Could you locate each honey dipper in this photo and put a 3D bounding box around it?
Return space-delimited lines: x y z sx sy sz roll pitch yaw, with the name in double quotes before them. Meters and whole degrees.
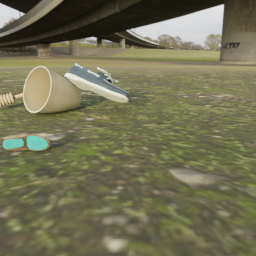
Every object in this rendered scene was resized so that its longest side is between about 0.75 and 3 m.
"honey dipper" -3.748 -1.313 10.673 2.261 0.429 0.429 -19 21 -19

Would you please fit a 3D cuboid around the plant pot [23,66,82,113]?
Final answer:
"plant pot" -2.448 -1.162 9.652 1.531 1.531 1.635 13 2 39

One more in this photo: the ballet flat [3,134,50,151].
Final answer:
"ballet flat" -2.116 0.312 5.980 1.040 0.353 0.376 -5 5 8

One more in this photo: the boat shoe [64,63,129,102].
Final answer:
"boat shoe" -0.989 -1.575 9.524 2.565 0.793 0.960 22 -13 29
